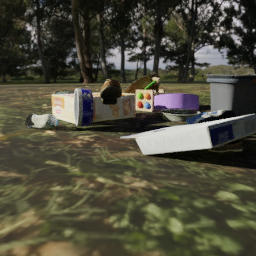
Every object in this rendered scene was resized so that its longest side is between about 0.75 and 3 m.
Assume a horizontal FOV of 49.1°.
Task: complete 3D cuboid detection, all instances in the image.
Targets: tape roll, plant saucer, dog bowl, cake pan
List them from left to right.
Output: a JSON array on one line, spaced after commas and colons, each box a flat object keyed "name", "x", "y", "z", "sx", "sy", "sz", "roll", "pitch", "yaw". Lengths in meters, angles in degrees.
[{"name": "dog bowl", "x": -1.463, "y": -0.660, "z": 9.144, "sx": 0.488, "sy": 1.238, "sz": 1.238, "roll": 0, "pitch": 11, "yaw": -17}, {"name": "plant saucer", "x": 0.749, "y": -1.892, "z": 15.056, "sx": 2.532, "sy": 0.448, "sz": 2.532, "roll": -28, "pitch": -17, "yaw": -9}, {"name": "tape roll", "x": 2.112, "y": -1.067, "z": 12.216, "sx": 1.911, "sy": 0.627, "sz": 1.911, "roll": 0, "pitch": -1, "yaw": 0}, {"name": "cake pan", "x": 2.091, "y": -0.506, "z": 11.228, "sx": 1.593, "sy": 0.292, "sz": 1.593, "roll": 0, "pitch": 11, "yaw": 0}]

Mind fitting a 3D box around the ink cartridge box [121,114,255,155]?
[{"name": "ink cartridge box", "x": 1.486, "y": 0.173, "z": 6.754, "sx": 2.427, "sy": 0.494, "sz": 2.432, "roll": -11, "pitch": 1, "yaw": -44}]

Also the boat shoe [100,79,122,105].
[{"name": "boat shoe", "x": -0.534, "y": -1.163, "z": 8.346, "sx": 0.633, "sy": 0.618, "sz": 1.673, "roll": 3, "pitch": -10, "yaw": -10}]

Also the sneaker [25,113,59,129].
[{"name": "sneaker", "x": -2.938, "y": -0.198, "z": 9.406, "sx": 1.480, "sy": 0.532, "sz": 0.536, "roll": 2, "pitch": -21, "yaw": 37}]

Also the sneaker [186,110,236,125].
[{"name": "sneaker", "x": 2.665, "y": -0.260, "z": 8.859, "sx": 1.923, "sy": 0.728, "sz": 0.741, "roll": -6, "pitch": 16, "yaw": -33}]

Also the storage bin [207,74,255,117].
[{"name": "storage bin", "x": 4.450, "y": -1.149, "z": 10.670, "sx": 2.643, "sy": 1.775, "sz": 1.924, "roll": -6, "pitch": 12, "yaw": -22}]

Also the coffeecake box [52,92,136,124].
[{"name": "coffeecake box", "x": -1.382, "y": -0.891, "z": 11.356, "sx": 2.722, "sy": 0.995, "sz": 2.089, "roll": -9, "pitch": 14, "yaw": -38}]

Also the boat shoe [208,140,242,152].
[{"name": "boat shoe", "x": 2.312, "y": 0.422, "z": 6.637, "sx": 0.847, "sy": 0.252, "sz": 0.304, "roll": -2, "pitch": 11, "yaw": -8}]

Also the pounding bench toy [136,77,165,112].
[{"name": "pounding bench toy", "x": 1.066, "y": -1.686, "z": 13.803, "sx": 1.000, "sy": 1.610, "sz": 1.256, "roll": 9, "pitch": 14, "yaw": 38}]

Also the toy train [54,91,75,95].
[{"name": "toy train", "x": -2.979, "y": -1.312, "z": 13.621, "sx": 1.652, "sy": 0.941, "sz": 0.704, "roll": 7, "pitch": 12, "yaw": 30}]
